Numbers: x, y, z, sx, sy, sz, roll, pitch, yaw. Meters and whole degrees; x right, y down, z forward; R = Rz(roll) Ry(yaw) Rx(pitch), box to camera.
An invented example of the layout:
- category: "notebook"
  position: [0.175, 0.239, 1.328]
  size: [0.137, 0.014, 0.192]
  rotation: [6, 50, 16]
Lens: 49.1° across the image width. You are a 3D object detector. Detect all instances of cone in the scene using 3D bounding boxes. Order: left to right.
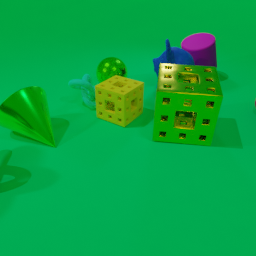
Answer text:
- category: "cone"
  position: [-2.148, -0.035, 6.697]
  size: [1.366, 1.366, 1.371]
  rotation: [-31, 71, -39]

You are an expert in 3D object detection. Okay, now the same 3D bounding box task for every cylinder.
- category: "cylinder"
  position: [2.514, -2.549, 9.853]
  size: [1.146, 1.146, 1.146]
  rotation: [-11, 43, 10]

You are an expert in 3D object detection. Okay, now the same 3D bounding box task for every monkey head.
- category: "monkey head"
  position: [1.420, -1.692, 8.544]
  size: [1.198, 1.987, 1.430]
  rotation: [-20, 45, 39]

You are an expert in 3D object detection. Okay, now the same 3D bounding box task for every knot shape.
- category: "knot shape"
  position: [-1.206, -1.132, 8.109]
  size: [1.113, 0.550, 1.190]
  rotation: [25, 25, -51]

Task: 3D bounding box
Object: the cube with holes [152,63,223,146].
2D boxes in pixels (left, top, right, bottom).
- category: "cube with holes"
  position: [1.361, -0.591, 6.751]
  size: [1.375, 1.375, 1.375]
  rotation: [5, 38, 6]

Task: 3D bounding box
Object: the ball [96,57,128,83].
- category: "ball"
  position: [-0.517, -1.765, 9.009]
  size: [1.017, 1.017, 1.017]
  rotation: [0, 33, 0]

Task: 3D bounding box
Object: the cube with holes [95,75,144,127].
- category: "cube with holes"
  position: [-0.217, -0.748, 7.522]
  size: [0.923, 0.923, 0.923]
  rotation: [20, 37, 28]
